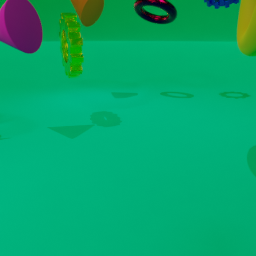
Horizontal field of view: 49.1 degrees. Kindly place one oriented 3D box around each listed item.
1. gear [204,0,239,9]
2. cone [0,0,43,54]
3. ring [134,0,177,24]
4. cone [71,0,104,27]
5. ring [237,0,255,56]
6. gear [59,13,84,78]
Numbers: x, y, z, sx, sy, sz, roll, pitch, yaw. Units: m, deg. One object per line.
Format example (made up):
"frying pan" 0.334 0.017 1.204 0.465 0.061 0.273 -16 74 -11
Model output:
"gear" 3.462 -4.866 10.093 1.419 0.262 1.419 -11 54 15
"cone" -2.854 -2.267 6.433 1.235 1.231 1.231 -1 17 21
"ring" 1.028 -4.399 10.514 1.675 0.335 1.675 15 -3 1
"cone" -1.790 -4.710 10.504 1.286 1.281 1.281 37 31 13
"ring" 1.951 -2.011 3.973 0.389 1.943 1.943 9 20 11
"gear" -1.597 -2.271 7.770 0.316 1.709 1.709 -9 21 -21
